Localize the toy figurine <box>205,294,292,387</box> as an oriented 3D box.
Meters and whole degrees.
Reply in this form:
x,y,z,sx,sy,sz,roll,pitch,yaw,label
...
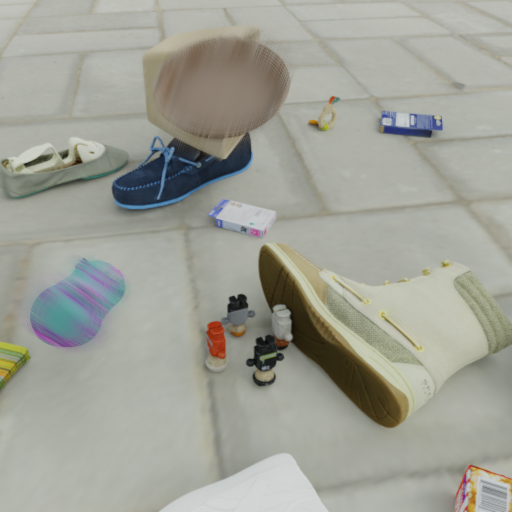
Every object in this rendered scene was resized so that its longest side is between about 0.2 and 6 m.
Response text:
x,y,z,sx,sy,sz,roll,pitch,yaw,label
-0.074,1.042,6.948,1.004,0.698,0.988,11,34,17,toy figurine

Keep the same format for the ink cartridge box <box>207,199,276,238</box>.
x,y,z,sx,sy,sz,roll,pitch,yaw,label
-0.243,-0.641,9.444,1.018,0.214,0.608,17,41,16,ink cartridge box

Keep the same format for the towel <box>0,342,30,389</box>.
x,y,z,sx,sy,sz,roll,pitch,yaw,label
-3.674,1.847,6.287,1.033,0.217,2.401,8,39,18,towel

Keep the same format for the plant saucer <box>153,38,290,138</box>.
x,y,z,sx,sy,sz,roll,pitch,yaw,label
-0.418,-2.047,6.939,1.675,0.269,1.675,-1,59,2,plant saucer

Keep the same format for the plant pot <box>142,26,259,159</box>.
x,y,z,sx,sy,sz,roll,pitch,yaw,label
-0.966,-2.928,9.628,1.552,1.754,1.751,12,39,13,plant pot

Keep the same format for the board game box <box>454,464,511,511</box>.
x,y,z,sx,sy,sz,roll,pitch,yaw,label
2.863,3.020,4.409,2.590,0.600,1.962,14,40,17,board game box

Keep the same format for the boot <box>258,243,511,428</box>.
x,y,z,sx,sy,sz,roll,pitch,yaw,label
1.563,0.564,7.225,2.230,1.039,2.884,-23,49,-26,boot

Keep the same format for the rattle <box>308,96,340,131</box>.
x,y,z,sx,sy,sz,roll,pitch,yaw,label
1.488,-3.195,12.231,0.526,0.808,0.577,-13,40,-16,rattle

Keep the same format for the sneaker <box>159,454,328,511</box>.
x,y,z,sx,sy,sz,roll,pitch,yaw,label
-0.173,2.609,4.848,1.983,0.731,1.146,-20,39,-26,sneaker

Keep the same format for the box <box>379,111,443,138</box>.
x,y,z,sx,sy,sz,roll,pitch,yaw,label
3.413,-2.896,12.325,1.328,0.215,0.804,7,39,11,box

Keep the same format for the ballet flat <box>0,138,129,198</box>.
x,y,z,sx,sy,sz,roll,pitch,yaw,label
-3.529,-1.771,10.411,2.482,0.791,0.836,-24,47,-28,ballet flat

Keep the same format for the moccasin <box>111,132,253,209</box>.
x,y,z,sx,sy,sz,roll,pitch,yaw,label
-1.366,-1.792,10.257,1.187,1.006,2.951,31,47,33,moccasin

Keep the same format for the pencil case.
x,y,z,sx,sy,sz,roll,pitch,yaw,label
-1.963,0.483,6.365,0.708,0.769,1.664,42,4,-10,pencil case
